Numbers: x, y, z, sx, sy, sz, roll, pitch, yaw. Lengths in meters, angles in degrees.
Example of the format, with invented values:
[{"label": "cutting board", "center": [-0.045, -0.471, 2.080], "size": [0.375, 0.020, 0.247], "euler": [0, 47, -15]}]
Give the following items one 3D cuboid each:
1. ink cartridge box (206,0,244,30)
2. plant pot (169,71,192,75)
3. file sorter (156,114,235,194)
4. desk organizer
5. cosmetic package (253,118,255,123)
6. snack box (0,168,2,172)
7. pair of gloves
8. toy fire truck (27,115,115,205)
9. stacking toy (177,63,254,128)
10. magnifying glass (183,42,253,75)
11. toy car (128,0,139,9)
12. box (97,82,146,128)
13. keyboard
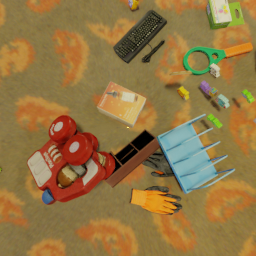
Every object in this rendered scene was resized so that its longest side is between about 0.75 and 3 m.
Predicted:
[{"label": "ink cartridge box", "center": [3.985, -4.665, 11.288], "size": [1.418, 0.537, 1.048], "euler": [-10, 82, -1]}, {"label": "plant pot", "center": [1.798, -1.884, 9.595], "size": [0.786, 0.786, 0.108], "euler": [-6, 99, -1]}, {"label": "file sorter", "center": [2.391, 0.876, 9.812], "size": [1.574, 1.392, 2.268], "euler": [-23, 82, -24]}, {"label": "desk organizer", "center": [-0.015, 1.004, 10.130], "size": [2.382, 0.917, 0.854], "euler": [-40, 63, -5]}, {"label": "cosmetic package", "center": [5.328, -0.121, 10.719], "size": [0.460, 0.323, 0.908], "euler": [-42, 85, -6]}, {"label": "snack box", "center": [-5.726, 2.556, 9.398], "size": [0.791, 2.124, 2.987], "euler": [24, 83, 5]}, {"label": "pair of gloves", "center": [1.223, 2.032, 10.427], "size": [2.004, 0.278, 2.249], "euler": [15, 81, 2]}, {"label": "toy fire truck", "center": [-2.040, 1.205, 9.279], "size": [2.459, 1.642, 2.928], "euler": [-46, 48, 1]}, {"label": "stacking toy", "center": [3.219, -1.207, 10.429], "size": [1.731, 0.540, 2.296], "euler": [-36, 60, -5]}, {"label": "magnifying glass", "center": [3.564, -2.881, 11.174], "size": [2.812, 0.315, 1.119], "euler": [-16, 82, 0]}, {"label": "toy car", "center": [-0.920, -5.582, 11.208], "size": [1.402, 0.951, 2.858], "euler": [-38, 81, -25]}, {"label": "box", "center": [-0.240, -0.861, 10.571], "size": [1.489, 0.792, 1.133], "euler": [26, 82, 4]}, {"label": "keyboard", "center": [0.683, -3.547, 11.279], "size": [1.538, 0.249, 2.421], "euler": [42, 84, 6]}]
